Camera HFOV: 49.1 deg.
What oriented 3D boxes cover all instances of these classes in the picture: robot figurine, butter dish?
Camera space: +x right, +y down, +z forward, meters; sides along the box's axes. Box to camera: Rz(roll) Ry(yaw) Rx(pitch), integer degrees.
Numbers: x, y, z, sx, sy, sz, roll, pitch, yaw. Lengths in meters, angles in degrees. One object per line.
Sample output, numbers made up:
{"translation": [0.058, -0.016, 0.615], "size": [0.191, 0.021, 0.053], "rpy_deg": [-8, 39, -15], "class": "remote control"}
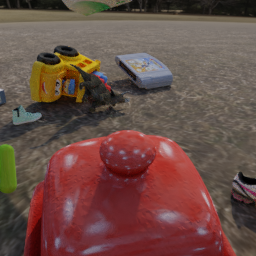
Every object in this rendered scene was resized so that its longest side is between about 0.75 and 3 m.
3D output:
{"translation": [-3.155, 0.949, 5.121], "size": [2.084, 1.374, 2.376], "rpy_deg": [-3, 25, -19], "class": "robot figurine"}
{"translation": [-0.021, 1.005, 3.729], "size": [2.933, 2.174, 2.941], "rpy_deg": [-7, 37, -9], "class": "butter dish"}

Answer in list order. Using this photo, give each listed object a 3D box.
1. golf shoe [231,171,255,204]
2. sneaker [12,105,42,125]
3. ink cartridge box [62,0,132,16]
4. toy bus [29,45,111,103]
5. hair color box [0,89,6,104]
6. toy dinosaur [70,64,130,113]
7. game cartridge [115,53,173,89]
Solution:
{"translation": [2.670, 1.260, 5.405], "size": [1.280, 0.589, 0.465], "rpy_deg": [15, 28, 25], "class": "golf shoe"}
{"translation": [-3.266, -0.483, 9.075], "size": [0.944, 0.557, 0.347], "rpy_deg": [-20, 31, -38], "class": "sneaker"}
{"translation": [-1.214, -3.989, 8.095], "size": [1.845, 0.574, 2.293], "rpy_deg": [-3, 5, 30], "class": "ink cartridge box"}
{"translation": [-2.046, -1.797, 10.795], "size": [2.580, 1.824, 2.688], "rpy_deg": [23, 32, 9], "class": "toy bus"}
{"translation": [-5.618, -1.263, 10.717], "size": [1.798, 0.545, 0.890], "rpy_deg": [17, 30, 30], "class": "hair color box"}
{"translation": [-1.140, -1.341, 9.899], "size": [2.419, 0.931, 1.237], "rpy_deg": [37, 37, -10], "class": "toy dinosaur"}
{"translation": [0.788, -2.807, 13.313], "size": [1.901, 0.593, 2.855], "rpy_deg": [-16, 43, -22], "class": "game cartridge"}
